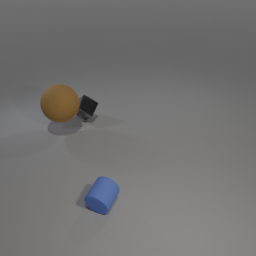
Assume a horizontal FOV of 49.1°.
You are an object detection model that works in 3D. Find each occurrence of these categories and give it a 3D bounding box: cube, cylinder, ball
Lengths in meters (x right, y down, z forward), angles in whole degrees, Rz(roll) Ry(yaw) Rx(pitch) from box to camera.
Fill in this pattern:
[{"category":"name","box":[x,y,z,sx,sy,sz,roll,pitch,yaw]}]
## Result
[{"category":"cube","box":[-1.775,-0.841,11.598,0.700,0.700,0.700,-19,44,57]},{"category":"cylinder","box":[-0.670,1.746,7.297,0.700,0.700,0.700,12,43,21]},{"category":"ball","box":[-2.482,-0.896,10.251,1.400,1.400,1.400,0,29,0]}]
